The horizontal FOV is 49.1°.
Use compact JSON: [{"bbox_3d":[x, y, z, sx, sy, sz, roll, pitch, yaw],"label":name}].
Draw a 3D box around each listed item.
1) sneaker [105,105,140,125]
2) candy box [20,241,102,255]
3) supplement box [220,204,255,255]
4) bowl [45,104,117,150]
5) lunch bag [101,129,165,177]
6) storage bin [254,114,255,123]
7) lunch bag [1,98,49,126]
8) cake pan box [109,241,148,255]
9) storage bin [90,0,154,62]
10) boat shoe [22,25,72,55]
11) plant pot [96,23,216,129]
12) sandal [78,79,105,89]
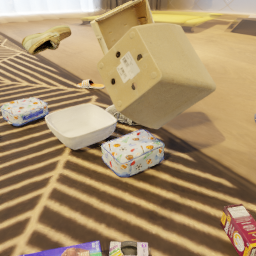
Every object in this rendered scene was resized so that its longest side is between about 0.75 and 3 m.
[{"bbox_3d":[0.022,-0.547,12.091,2.136,0.798,0.876,1,30,0],"label":"sneaker"},{"bbox_3d":[-1.385,3.243,5.502,1.926,0.742,1.629,-7,32,-11],"label":"candy box"},{"bbox_3d":[2.808,2.540,6.795,0.528,0.680,1.233,-6,30,-10],"label":"supplement box"},{"bbox_3d":[-1.843,-0.032,11.122,2.339,0.873,2.336,-21,36,-31],"label":"bowl"},{"bbox_3d":[0.181,0.800,9.784,2.062,0.779,1.652,-19,32,-28],"label":"lunch bag"},{"bbox_3d":[5.824,-0.394,12.127,0.547,0.592,0.814,-4,28,14],"label":"storage bin"},{"bbox_3d":[-4.611,-0.733,12.541,1.498,0.706,1.869,24,37,32],"label":"lunch bag"},{"bbox_3d":[0.018,3.044,6.357,0.917,0.260,0.995,3,30,1],"label":"cake pan box"},{"bbox_3d":[-0.033,-3.977,12.103,2.380,2.397,1.123,-34,29,-19],"label":"storage bin"},{"bbox_3d":[-1.948,-2.165,7.010,1.329,0.492,0.441,-31,81,-26],"label":"boat shoe"},{"bbox_3d":[0.627,-1.659,8.812,2.353,2.658,2.654,-3,63,-51],"label":"plant pot"},{"bbox_3d":[-2.099,-2.556,15.960,1.553,0.445,0.595,4,30,6],"label":"sandal"}]
